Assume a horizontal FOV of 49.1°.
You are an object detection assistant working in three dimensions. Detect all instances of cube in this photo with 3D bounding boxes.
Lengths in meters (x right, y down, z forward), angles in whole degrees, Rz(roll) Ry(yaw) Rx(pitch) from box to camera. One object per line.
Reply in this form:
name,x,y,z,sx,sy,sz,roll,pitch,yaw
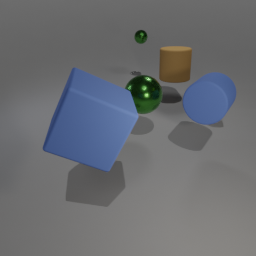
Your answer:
cube,-0.782,-0.200,5.839,1.400,1.400,1.400,21,23,-17

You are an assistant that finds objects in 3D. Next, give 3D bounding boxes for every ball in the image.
ball,0.544,-1.199,10.079,1.400,1.400,1.400,0,32,0
ball,0.677,-4.758,14.624,0.700,0.700,0.700,0,32,0

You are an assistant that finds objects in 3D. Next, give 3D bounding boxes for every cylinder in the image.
cylinder,2.660,-0.982,9.084,1.400,1.400,1.400,17,28,25
cylinder,2.119,-2.871,12.587,1.400,1.400,1.400,-1,23,0
